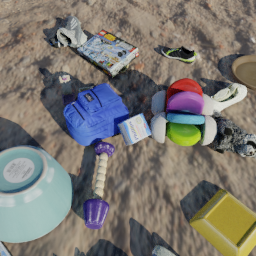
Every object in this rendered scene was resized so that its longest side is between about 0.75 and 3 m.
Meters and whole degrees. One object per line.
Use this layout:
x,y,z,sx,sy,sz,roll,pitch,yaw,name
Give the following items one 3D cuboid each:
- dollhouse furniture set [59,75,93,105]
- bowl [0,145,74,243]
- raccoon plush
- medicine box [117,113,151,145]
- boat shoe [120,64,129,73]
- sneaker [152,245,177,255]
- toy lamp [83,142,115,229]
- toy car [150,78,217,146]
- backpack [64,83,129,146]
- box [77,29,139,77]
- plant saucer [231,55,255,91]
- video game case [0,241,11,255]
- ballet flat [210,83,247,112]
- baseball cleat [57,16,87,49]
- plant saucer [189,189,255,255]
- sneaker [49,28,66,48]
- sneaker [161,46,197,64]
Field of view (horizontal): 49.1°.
-2.051,-2.022,11.989,1.791,1.272,1.420,-9,50,-8,dollhouse furniture set
-3.229,1.692,8.473,2.992,1.565,2.992,2,47,-2,bowl
4.083,0.103,10.350,1.585,1.144,2.365,10,49,-2,raccoon plush
0.221,0.048,9.999,0.927,0.477,0.844,-26,94,-30,medicine box
-0.164,-3.103,13.551,0.474,0.408,1.298,-7,52,12,boat shoe
1.389,3.981,7.262,2.023,0.780,0.862,25,63,29,sneaker
-0.929,1.770,9.027,0.837,0.837,2.876,1,48,1,toy lamp
2.076,-0.706,10.340,2.393,2.050,2.734,4,49,3,toy car
-1.290,-0.546,10.418,2.141,1.797,1.740,-28,47,-17,backpack
-0.986,-3.677,13.570,1.792,0.522,2.617,-43,57,-14,box
6.077,-2.525,13.027,2.537,0.374,2.537,0,49,0,plant saucer
-3.942,3.958,7.529,1.794,0.198,1.633,37,58,27,video game case
4.261,-1.415,11.786,2.444,0.849,0.849,-30,55,-24,ballet flat
-3.092,-5.159,14.680,1.512,0.991,2.841,0,42,-38,baseball cleat
3.071,2.809,8.378,1.766,0.428,1.766,-35,58,-26,plant saucer
-3.829,-4.819,14.887,0.836,0.546,1.495,-14,52,-13,sneaker
2.545,-3.804,13.875,1.808,0.749,0.648,21,52,17,sneaker
